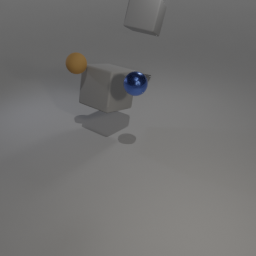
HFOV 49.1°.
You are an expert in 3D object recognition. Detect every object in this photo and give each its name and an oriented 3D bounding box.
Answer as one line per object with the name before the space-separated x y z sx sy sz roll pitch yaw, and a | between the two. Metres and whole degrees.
ball | 0.217 -1.267 8.017 0.700 0.700 0.700 0 30 0
cube | 0.789 -5.047 12.581 1.400 1.400 1.400 18 15 14
ball | -1.705 -2.133 9.241 0.700 0.700 0.700 0 30 0
cube | -0.726 -1.466 9.999 1.400 1.400 1.400 22 23 32
